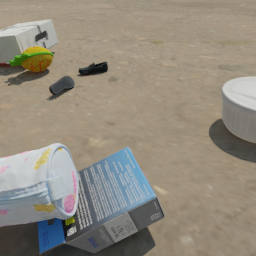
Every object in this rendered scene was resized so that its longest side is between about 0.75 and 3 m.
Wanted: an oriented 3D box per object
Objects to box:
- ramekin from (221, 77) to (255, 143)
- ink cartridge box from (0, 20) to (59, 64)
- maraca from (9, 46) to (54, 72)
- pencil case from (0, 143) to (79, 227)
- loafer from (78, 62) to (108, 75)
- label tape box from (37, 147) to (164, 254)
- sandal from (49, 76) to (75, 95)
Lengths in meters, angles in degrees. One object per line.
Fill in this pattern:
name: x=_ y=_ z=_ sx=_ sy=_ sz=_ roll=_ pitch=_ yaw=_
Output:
ramekin: x=3.466 y=-0.451 z=7.225 sx=2.206 sy=1.027 sz=2.206 roll=1 pitch=32 yaw=0
ink cartridge box: x=-4.632 y=-3.753 z=12.134 sx=1.970 sy=1.144 sz=2.731 roll=2 pitch=32 yaw=20
maraca: x=-3.605 y=-2.599 z=10.577 sx=1.187 sy=0.926 sz=1.731 roll=-24 pitch=-2 yaw=38
pencil case: x=-2.139 y=0.986 z=4.249 sx=2.740 sy=1.139 sz=1.243 roll=-10 pitch=-13 yaw=5
loafer: x=-1.349 y=-2.341 z=10.842 sx=1.192 sy=0.418 sz=0.405 roll=-12 pitch=34 yaw=-19
label tape box: x=-0.535 y=1.273 z=4.733 sx=1.872 sy=0.592 sz=1.350 roll=-26 pitch=36 yaw=-4
sandal: x=-2.236 y=-1.437 z=9.377 sx=0.260 sy=0.462 sz=1.214 roll=-18 pitch=13 yaw=34
